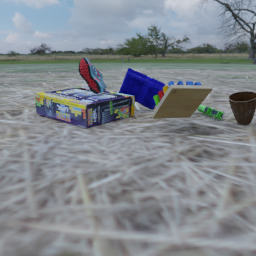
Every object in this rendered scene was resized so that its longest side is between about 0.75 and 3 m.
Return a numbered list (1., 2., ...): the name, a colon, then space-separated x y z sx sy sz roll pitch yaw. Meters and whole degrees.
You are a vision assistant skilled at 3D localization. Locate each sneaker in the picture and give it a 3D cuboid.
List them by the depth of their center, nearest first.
1. sneaker: -1.111 -1.638 8.866 0.497 1.253 0.598 -29 -4 31

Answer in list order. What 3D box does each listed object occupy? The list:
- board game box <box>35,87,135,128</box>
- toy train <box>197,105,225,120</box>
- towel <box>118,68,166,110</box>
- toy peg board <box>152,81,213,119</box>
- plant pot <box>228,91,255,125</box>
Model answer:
1. board game box: -1.378 -0.740 8.941 2.501 0.709 2.068 15 23 39
2. toy train: 2.549 -0.550 8.890 0.373 0.276 1.322 22 7 -26
3. towel: 0.444 -1.312 9.566 1.416 1.046 0.351 26 26 5
4. toy peg board: 1.294 -0.837 7.243 1.203 1.198 0.589 -3 57 -24
5. plant pot: 3.251 -0.523 7.878 0.754 0.806 0.754 -11 25 6
